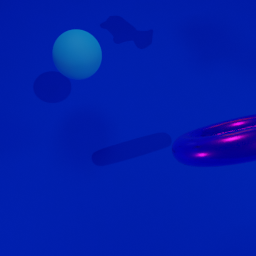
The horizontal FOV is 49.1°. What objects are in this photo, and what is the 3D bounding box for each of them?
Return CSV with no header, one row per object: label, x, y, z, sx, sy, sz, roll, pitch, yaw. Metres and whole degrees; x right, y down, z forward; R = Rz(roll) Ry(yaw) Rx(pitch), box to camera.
ball,-1.039,-1.498,5.759,0.999,0.999,0.999,0,72,0
ring,1.692,0.134,4.307,2.067,2.067,0.413,-15,92,-5
